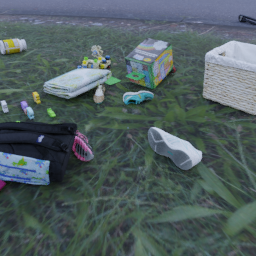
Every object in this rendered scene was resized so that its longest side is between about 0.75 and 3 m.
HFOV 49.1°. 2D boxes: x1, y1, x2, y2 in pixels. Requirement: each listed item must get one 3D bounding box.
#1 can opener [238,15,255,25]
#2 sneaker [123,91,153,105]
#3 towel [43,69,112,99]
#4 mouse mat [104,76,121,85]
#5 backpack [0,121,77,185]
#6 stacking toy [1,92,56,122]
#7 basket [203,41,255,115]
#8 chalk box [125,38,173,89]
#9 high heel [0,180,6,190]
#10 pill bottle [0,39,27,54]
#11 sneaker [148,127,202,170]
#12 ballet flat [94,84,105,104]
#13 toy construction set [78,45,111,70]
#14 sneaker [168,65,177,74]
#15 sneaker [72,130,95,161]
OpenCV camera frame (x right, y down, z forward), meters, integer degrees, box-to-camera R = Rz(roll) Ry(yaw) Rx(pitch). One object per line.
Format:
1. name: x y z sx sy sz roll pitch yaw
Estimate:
1. can opener: 10.937 -9.887 25.492 0.807 0.650 2.052 -18 37 -27
2. sneaker: 0.476 -1.297 12.612 1.391 0.539 0.554 -8 54 -4
3. towel: -2.434 -2.208 13.462 2.260 0.636 2.641 16 39 41
4. mouse mat: -0.967 -2.525 14.785 0.829 0.039 1.030 -27 43 -35
5. backpack: -3.063 0.686 8.429 2.614 2.009 2.132 15 37 -9
6. stacking toy: -4.208 -0.798 11.728 1.589 0.495 2.108 -22 40 -30
7. basket: 5.113 -2.362 12.525 2.762 2.221 2.737 26 41 33
8. chalk box: 0.943 -3.064 13.961 1.562 1.555 2.511 25 59 30
9. high heel: -4.253 1.369 8.330 0.795 0.557 1.653 -29 57 -22
10. pill bottle: -7.543 -5.380 18.394 1.547 0.870 0.870 -19 37 -31
11. sneaker: 1.528 0.633 9.436 0.856 0.751 2.136 -14 39 -39
12. ballet flat: -1.343 -1.657 13.047 0.514 0.476 1.457 -1 33 -2
13. toy construction set: -1.823 -3.779 15.911 1.491 1.048 2.275 8 45 12
14. sneaker: 1.882 -3.215 15.371 1.545 0.546 0.755 14 35 25
15. sneaker: -1.608 0.515 9.678 0.819 0.679 1.718 -5 33 -47
